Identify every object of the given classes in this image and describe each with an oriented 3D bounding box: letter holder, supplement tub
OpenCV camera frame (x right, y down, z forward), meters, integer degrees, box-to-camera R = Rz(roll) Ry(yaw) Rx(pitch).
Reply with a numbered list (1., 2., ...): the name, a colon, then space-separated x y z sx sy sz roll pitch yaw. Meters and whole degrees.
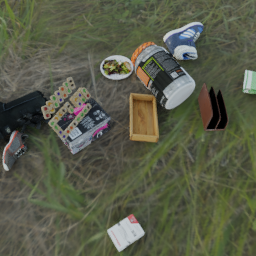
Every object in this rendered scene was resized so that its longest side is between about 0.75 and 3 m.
1. letter holder: 3.422 -0.890 11.115 0.830 1.173 1.650 -1 58 -1
2. supplement tub: 1.355 -2.181 11.402 1.592 1.592 2.599 -30 69 -17

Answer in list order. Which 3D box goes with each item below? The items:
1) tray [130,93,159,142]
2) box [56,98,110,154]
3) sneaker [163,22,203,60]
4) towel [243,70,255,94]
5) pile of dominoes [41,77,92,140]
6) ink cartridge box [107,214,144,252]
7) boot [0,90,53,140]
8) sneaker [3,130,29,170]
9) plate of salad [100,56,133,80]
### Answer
1. tray: 0.609 -0.441 11.147 1.054 0.396 2.138 5 52 -6
2. box: -1.698 -0.059 10.666 1.799 1.032 1.189 -35 67 -20
3. sneaker: 2.972 -3.967 13.290 2.311 0.931 1.692 -24 72 -21
4. towel: 6.093 -1.904 11.993 2.138 0.250 1.631 10 45 17
5. pile of dominoes: -2.028 -0.700 9.658 0.291 1.426 1.829 4 50 45
6. ink cartridge box: -0.071 3.342 8.928 0.971 0.402 0.712 -28 62 -16
7. boot: -4.580 -0.884 11.194 2.385 1.077 2.910 -29 55 -23
8. sneaker: -4.131 0.809 10.410 0.667 0.628 1.629 8 59 -3
9. plate of salad: -0.510 -2.829 12.803 1.511 0.363 1.511 0 59 0
